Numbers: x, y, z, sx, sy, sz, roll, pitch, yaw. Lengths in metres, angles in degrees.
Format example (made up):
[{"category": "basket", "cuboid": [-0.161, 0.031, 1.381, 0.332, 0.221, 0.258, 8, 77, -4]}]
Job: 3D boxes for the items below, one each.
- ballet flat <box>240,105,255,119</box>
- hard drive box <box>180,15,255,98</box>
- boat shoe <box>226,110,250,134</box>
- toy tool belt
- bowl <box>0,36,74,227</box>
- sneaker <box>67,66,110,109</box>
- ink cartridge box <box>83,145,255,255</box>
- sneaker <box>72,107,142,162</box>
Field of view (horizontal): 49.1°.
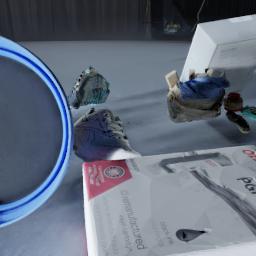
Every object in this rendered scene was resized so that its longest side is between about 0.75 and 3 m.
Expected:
[{"category": "ballet flat", "cuboid": [3.664, -0.462, 8.158, 0.935, 0.315, 0.329, 9, -31, -35]}, {"category": "hard drive box", "cuboid": [2.916, -1.962, 8.761, 2.057, 2.639, 1.013, -14, 57, -17]}, {"category": "boat shoe", "cuboid": [2.704, -0.202, 6.839, 0.283, 0.251, 0.773, -26, 54, -15]}, {"category": "toy tool belt", "cuboid": [2.089, -0.980, 7.502, 2.216, 1.362, 1.384, -9, 28, -6]}, {"category": "bowl", "cuboid": [-2.083, 0.054, 3.999, 2.703, 2.703, 0.531, 1, 3, 2]}, {"category": "sneaker", "cuboid": [-1.206, -1.309, 9.609, 1.216, 1.093, 2.817, 32, 27, -9]}, {"category": "ink cartridge box", "cuboid": [0.835, 1.106, 3.224, 2.577, 1.093, 1.877, -3, 20, -11]}, {"category": "sneaker", "cuboid": [-0.486, 0.154, 5.105, 0.900, 1.052, 2.414, 33, -6, -35]}]
